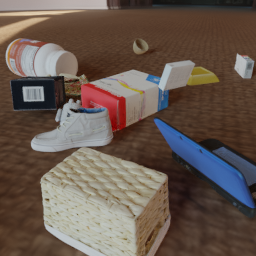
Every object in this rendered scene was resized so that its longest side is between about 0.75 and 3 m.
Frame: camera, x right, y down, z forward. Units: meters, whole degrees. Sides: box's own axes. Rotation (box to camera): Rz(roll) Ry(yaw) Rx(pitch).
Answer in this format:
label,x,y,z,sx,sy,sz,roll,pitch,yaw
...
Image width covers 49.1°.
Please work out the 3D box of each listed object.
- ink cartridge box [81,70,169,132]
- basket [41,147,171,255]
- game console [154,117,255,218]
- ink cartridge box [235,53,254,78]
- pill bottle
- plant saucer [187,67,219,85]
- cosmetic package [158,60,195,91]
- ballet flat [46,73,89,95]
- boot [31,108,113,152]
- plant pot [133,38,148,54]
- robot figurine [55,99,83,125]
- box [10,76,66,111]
label,x,y,z,sx,sy,sz,roll,pitch,yaw
ink cartridge box,-0.251,-0.898,8.704,1.676,0.970,2.885,25,37,37
basket,-0.341,1.222,4.584,1.882,1.161,1.275,16,33,26
game console,1.915,0.519,5.692,1.968,1.364,2.306,-16,33,-26
ink cartridge box,5.163,-2.798,12.484,0.355,0.768,1.410,2,28,3
pill bottle,-3.485,-2.698,11.437,2.837,1.591,1.591,18,33,30
plant saucer,2.916,-2.282,11.973,1.467,0.355,1.467,-9,29,-17
cosmetic package,1.466,-1.588,8.450,1.052,0.793,0.272,-17,47,-36
ballet flat,-2.594,-1.614,10.277,2.442,0.780,0.924,-3,31,-5
boot,-1.446,-0.040,7.027,2.078,0.993,0.764,-7,26,-4
plant pot,0.631,-4.490,15.714,0.864,0.580,0.864,16,55,-25
robot figurine,-1.545,-0.290,7.771,0.877,0.584,1.034,7,64,-7
box,-2.761,-1.148,8.872,1.271,0.917,1.712,-2,15,-2
